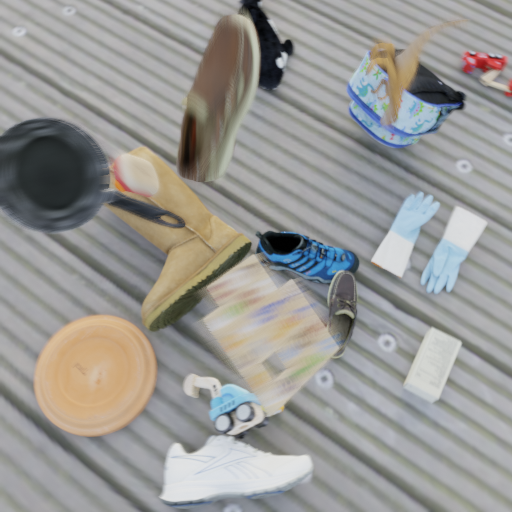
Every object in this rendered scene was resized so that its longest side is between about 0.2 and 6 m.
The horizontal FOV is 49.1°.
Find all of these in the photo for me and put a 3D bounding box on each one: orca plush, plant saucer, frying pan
[{"bbox_3d":[0.158,-5.606,13.624,1.640,1.108,3.117,5,66,2],"label":"orca plush"},{"bbox_3d":[-3.025,2.191,10.512,2.270,0.366,2.270,0,65,0],"label":"plant saucer"},{"bbox_3d":[-2.726,-1.322,9.173,3.055,0.497,1.848,-3,107,-15],"label":"frying pan"}]

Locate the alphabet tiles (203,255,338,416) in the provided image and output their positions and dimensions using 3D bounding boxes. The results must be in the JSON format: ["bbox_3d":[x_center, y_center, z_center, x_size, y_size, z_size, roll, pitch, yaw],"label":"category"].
[{"bbox_3d":[0.195,1.057,8.480,1.709,0.077,2.045,-36,92,-36],"label":"alphabet tiles"}]

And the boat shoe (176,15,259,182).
[{"bbox_3d":[-0.738,-2.648,9.694,1.081,2.926,1.082,23,23,25],"label":"boat shoe"}]

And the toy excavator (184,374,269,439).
[{"bbox_3d":[-0.578,2.566,10.018,1.335,0.686,1.373,-31,53,15],"label":"toy excavator"}]

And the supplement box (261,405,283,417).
[{"bbox_3d":[0.127,2.764,10.245,0.666,0.363,0.365,-19,67,-8],"label":"supplement box"}]

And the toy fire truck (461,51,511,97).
[{"bbox_3d":[5.659,-4.396,13.500,1.411,0.344,0.995,9,66,4],"label":"toy fire truck"}]

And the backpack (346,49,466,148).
[{"bbox_3d":[2.997,-3.331,12.014,2.036,1.635,2.225,49,37,19],"label":"backpack"}]

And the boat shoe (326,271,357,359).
[{"bbox_3d":[1.687,1.104,10.749,0.631,0.559,1.724,10,78,-9],"label":"boat shoe"}]

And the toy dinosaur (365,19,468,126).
[{"bbox_3d":[2.353,-3.082,8.971,1.038,1.954,0.590,19,36,-6],"label":"toy dinosaur"}]

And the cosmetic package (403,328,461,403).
[{"bbox_3d":[3.306,2.054,10.527,0.640,0.432,1.216,28,69,12],"label":"cosmetic package"}]

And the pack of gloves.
[{"bbox_3d":[3.578,-0.250,11.703,1.677,0.394,1.996,30,77,9],"label":"pack of gloves"}]

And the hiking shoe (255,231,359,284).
[{"bbox_3d":[1.023,0.010,11.181,2.136,0.926,0.794,7,66,3],"label":"hiking shoe"}]

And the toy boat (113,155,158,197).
[{"bbox_3d":[-1.834,-1.115,8.219,0.546,0.836,0.546,-21,75,26],"label":"toy boat"}]

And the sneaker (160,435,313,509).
[{"bbox_3d":[-0.343,3.598,9.581,2.613,0.974,1.138,-5,61,-3],"label":"sneaker"}]

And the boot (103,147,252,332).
[{"bbox_3d":[-2.147,-0.411,11.353,3.289,1.088,2.880,40,59,15],"label":"boot"}]
